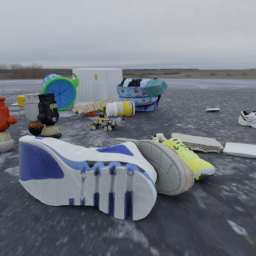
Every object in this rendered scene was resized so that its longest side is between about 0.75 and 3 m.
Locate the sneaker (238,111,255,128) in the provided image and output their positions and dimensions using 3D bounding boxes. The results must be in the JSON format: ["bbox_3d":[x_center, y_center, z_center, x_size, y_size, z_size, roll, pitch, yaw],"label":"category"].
[{"bbox_3d":[5.181,-0.345,11.311,0.566,0.656,1.497,-9,17,-40],"label":"sneaker"}]

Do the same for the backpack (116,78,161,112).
[{"bbox_3d":[0.544,-1.779,14.991,2.392,1.763,2.621,2,12,9],"label":"backpack"}]

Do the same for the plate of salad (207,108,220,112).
[{"bbox_3d":[4.556,-0.945,14.951,0.761,0.183,0.761,-3,3,0],"label":"plate of salad"}]

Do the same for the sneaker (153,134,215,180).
[{"bbox_3d":[1.157,0.668,6.664,0.760,0.770,2.015,-8,16,-36],"label":"sneaker"}]

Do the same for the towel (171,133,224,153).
[{"bbox_3d":[2.054,0.449,8.472,1.473,0.254,0.976,9,12,1],"label":"towel"}]

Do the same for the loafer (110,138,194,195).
[{"bbox_3d":[0.565,0.700,6.288,0.865,0.989,2.751,0,8,-32],"label":"loafer"}]

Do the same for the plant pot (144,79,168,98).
[{"bbox_3d":[1.345,-1.885,13.030,0.902,0.638,0.637,-6,38,49],"label":"plant pot"}]

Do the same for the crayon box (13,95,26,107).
[{"bbox_3d":[-5.482,-1.645,16.931,2.505,0.636,1.590,9,16,31],"label":"crayon box"}]

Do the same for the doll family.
[{"bbox_3d":[-0.807,-0.235,11.131,1.534,0.602,0.887,8,10,12],"label":"doll family"}]

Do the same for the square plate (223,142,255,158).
[{"bbox_3d":[3.343,0.650,8.125,1.018,0.146,1.028,6,15,24],"label":"square plate"}]

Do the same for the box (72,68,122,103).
[{"bbox_3d":[-1.926,-2.629,17.673,2.900,2.208,1.542,9,16,35],"label":"box"}]

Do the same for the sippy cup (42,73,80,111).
[{"bbox_3d":[-3.942,-2.126,15.451,2.420,1.900,1.774,-4,28,-26],"label":"sippy cup"}]

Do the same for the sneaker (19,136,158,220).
[{"bbox_3d":[-0.631,0.839,5.558,2.807,1.134,1.621,12,12,18],"label":"sneaker"}]

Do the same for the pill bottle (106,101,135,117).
[{"bbox_3d":[-0.376,-0.910,13.582,1.286,0.735,0.735,-4,14,-18],"label":"pill bottle"}]

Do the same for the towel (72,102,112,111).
[{"bbox_3d":[-1.827,-1.148,15.400,2.317,0.399,1.535,-4,15,-18],"label":"towel"}]

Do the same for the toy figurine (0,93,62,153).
[{"bbox_3d":[-3.503,-0.230,9.035,2.362,1.643,2.325,-11,12,-35],"label":"toy figurine"}]

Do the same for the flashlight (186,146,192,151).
[{"bbox_3d":[1.287,0.624,7.854,0.371,0.372,1.096,10,0,-38],"label":"flashlight"}]

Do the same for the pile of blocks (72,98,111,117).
[{"bbox_3d":[-1.649,-0.827,13.841,2.094,0.860,0.651,-15,61,-21],"label":"pile of blocks"}]
